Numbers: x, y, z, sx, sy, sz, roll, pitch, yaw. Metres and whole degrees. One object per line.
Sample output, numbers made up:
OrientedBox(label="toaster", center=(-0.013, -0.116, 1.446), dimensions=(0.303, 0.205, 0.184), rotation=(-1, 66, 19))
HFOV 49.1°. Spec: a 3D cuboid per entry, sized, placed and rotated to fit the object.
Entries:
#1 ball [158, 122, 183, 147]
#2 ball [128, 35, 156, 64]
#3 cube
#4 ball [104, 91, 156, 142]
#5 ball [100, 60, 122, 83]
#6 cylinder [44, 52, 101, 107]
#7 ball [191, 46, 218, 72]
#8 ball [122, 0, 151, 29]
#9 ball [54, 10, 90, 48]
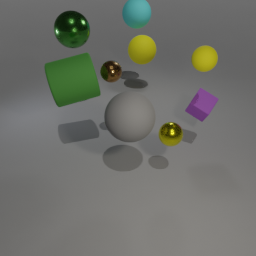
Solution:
OrientedBox(label="ball", center=(1.214, 0.176, 7.954), dimensions=(0.700, 0.700, 0.700), rotation=(0, 30, 0))
OrientedBox(label="ball", center=(0.695, -3.859, 13.842), dimensions=(1.400, 1.400, 1.400), rotation=(0, 30, 0))
OrientedBox(label="cube", center=(2.446, -0.762, 9.333), dimensions=(0.700, 0.700, 0.700), rotation=(34, 72, 7))
OrientedBox(label="ball", center=(0.052, -0.304, 7.671), dimensions=(1.400, 1.400, 1.400), rotation=(0, 30, 0))
OrientedBox(label="ball", center=(-0.541, -1.810, 8.997), dimensions=(0.700, 0.700, 0.700), rotation=(0, 30, 0))
OrientedBox(label="cylinder", center=(-1.714, -1.503, 8.779), dimensions=(1.400, 1.400, 1.400), rotation=(-17, 32, -6))
OrientedBox(label="ball", center=(2.096, -1.898, 7.683), dimensions=(0.700, 0.700, 0.700), rotation=(0, 30, 0))
OrientedBox(label="ball", center=(0.420, -5.541, 13.515), dimensions=(1.400, 1.400, 1.400), rotation=(0, 30, 0))
OrientedBox(label="ball", center=(-2.186, -3.844, 10.963), dimensions=(1.400, 1.400, 1.400), rotation=(0, 30, 0))
